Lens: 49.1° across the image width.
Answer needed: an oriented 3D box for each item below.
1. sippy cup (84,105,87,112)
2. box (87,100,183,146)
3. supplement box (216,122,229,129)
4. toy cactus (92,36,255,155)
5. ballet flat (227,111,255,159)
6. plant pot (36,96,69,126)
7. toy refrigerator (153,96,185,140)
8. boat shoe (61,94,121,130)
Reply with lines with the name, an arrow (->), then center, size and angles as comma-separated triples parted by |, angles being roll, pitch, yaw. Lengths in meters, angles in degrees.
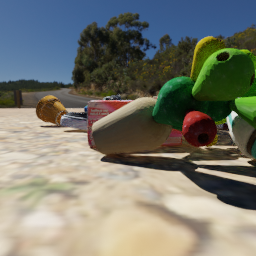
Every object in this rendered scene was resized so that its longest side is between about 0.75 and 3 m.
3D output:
sippy cup -> -2.498, -1.194, 18.447 | 0.684, 0.733, 0.933 | -15, 2, -28
box -> 0.083, -0.102, 4.801 | 1.559, 0.744, 0.777 | -1, 5, -7
supplement box -> 3.522, -0.839, 8.309 | 2.985, 1.625, 0.909 | -1, 4, -25
toy cactus -> 0.780, -0.100, 3.495 | 2.426, 1.504, 2.940 | -18, 3, 16
ballet flat -> 2.673, -0.214, 3.718 | 2.991, 1.039, 1.039 | -4, 6, -12
plant pot -> -2.326, -0.483, 8.870 | 0.793, 0.866, 0.866 | 30, 21, 31
toy refrigerator -> 1.312, -0.337, 6.539 | 1.003, 0.924, 2.642 | 1, 5, 17
boat shoe -> -0.351, -0.417, 7.342 | 2.778, 0.942, 0.996 | 0, 5, -2
